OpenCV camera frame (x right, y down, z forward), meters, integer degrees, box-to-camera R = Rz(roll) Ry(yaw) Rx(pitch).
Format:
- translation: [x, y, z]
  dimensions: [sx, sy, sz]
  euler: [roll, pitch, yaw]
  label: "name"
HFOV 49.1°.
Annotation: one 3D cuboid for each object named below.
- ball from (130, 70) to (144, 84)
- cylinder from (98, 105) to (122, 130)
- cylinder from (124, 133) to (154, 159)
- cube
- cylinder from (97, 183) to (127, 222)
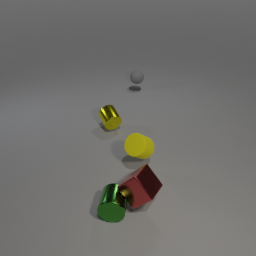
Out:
- translation: [0.452, -2.547, 13.968]
  dimensions: [0.700, 0.700, 0.700]
  euler: [0, 30, 0]
  label: "ball"
- translation: [-0.685, -0.413, 10.721]
  dimensions: [0.700, 0.700, 0.700]
  euler: [-14, 52, -23]
  label: "cylinder"
- translation: [0.348, 0.549, 8.410]
  dimensions: [0.700, 0.700, 0.700]
  euler: [19, -2, 30]
  label: "cylinder"
- translation: [0.308, 1.459, 7.022]
  dimensions: [0.700, 0.700, 0.700]
  euler: [53, 35, 0]
  label: "cube"
- translation: [-0.374, 1.890, 7.103]
  dimensions: [0.700, 0.700, 0.700]
  euler: [3, 30, 6]
  label: "cylinder"
